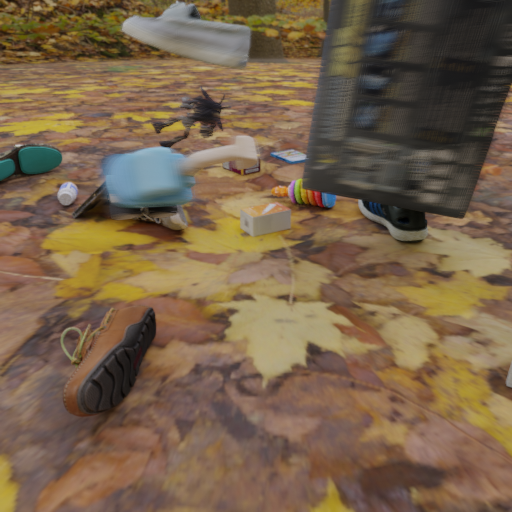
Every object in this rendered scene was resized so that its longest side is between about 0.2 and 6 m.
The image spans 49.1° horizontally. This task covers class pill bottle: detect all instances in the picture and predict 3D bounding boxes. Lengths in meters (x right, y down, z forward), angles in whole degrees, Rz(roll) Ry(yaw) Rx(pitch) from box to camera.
[{"bbox_3d":[-4.554,-1.477,13.508,0.419,0.419,0.748,-4,25,-9],"label":"pill bottle"}]

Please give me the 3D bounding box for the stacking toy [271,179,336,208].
[{"bbox_3d":[1.087,-1.554,13.407,1.554,0.853,0.902,-2,13,22],"label":"stacking toy"}]

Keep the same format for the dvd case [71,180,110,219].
[{"bbox_3d":[-3.261,-1.605,13.033,1.464,0.157,1.968,-35,7,32],"label":"dvd case"}]

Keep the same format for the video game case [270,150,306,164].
[{"bbox_3d":[1.113,-3.077,17.392,0.850,0.106,1.188,-15,29,-28],"label":"video game case"}]

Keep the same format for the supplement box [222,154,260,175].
[{"bbox_3d":[-0.431,-2.704,16.065,0.659,0.519,1.007,-18,30,-35],"label":"supplement box"}]

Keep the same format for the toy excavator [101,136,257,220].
[{"bbox_3d":[-1.039,-1.095,7.381,1.671,0.858,1.718,-7,-6,-31],"label":"toy excavator"}]

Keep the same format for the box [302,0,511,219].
[{"bbox_3d":[2.577,-2.748,9.643,3.067,3.889,0.992,11,33,7],"label":"box"}]

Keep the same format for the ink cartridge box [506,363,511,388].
[{"bbox_3d":[3.843,1.443,7.055,1.123,0.465,0.818,15,28,29],"label":"ink cartridge box"}]

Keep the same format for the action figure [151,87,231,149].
[{"bbox_3d":[-1.019,-2.227,9.104,1.295,0.770,0.661,-25,15,6],"label":"action figure"}]

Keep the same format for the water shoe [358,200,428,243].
[{"bbox_3d":[3.002,-1.142,12.081,0.894,0.986,2.500,-7,25,-14],"label":"water shoe"}]

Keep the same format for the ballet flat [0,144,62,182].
[{"bbox_3d":[-6.702,-2.586,15.297,1.024,0.923,2.721,26,37,28],"label":"ballet flat"}]

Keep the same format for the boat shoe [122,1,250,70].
[{"bbox_3d":[-1.197,-3.967,9.866,2.409,0.858,0.840,20,15,13],"label":"boat shoe"}]

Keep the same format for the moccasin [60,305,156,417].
[{"bbox_3d":[-1.937,1.226,7.090,0.877,0.831,2.273,1,24,4],"label":"moccasin"}]

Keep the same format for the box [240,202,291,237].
[{"bbox_3d":[0.198,-0.786,11.947,0.934,0.455,0.581,-13,28,-27],"label":"box"}]

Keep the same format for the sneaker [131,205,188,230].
[{"bbox_3d":[-2.347,-1.021,12.162,1.131,1.031,2.758,-27,26,-20],"label":"sneaker"}]
